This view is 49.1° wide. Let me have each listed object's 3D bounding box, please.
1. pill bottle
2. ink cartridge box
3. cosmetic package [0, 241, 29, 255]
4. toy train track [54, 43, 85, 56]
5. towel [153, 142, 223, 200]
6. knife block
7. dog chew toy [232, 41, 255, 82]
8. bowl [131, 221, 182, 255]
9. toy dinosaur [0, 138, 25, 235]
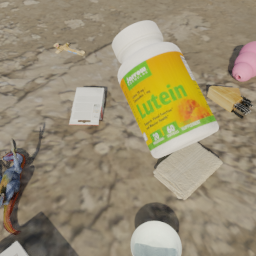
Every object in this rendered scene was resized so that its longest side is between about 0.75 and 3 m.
[{"bbox_3d":[0.696,-0.872,6.192,1.537,1.537,2.768,-21,79,-18],"label":"pill bottle"},{"bbox_3d":[-1.306,-0.617,9.150,0.953,0.440,1.749,1,48,1],"label":"ink cartridge box"},{"bbox_3d":[-2.063,3.804,4.810,2.157,0.739,2.861,-36,56,-27],"label":"cosmetic package"},{"bbox_3d":[-2.501,-3.391,11.863,1.534,0.250,0.880,22,51,18],"label":"toy train track"},{"bbox_3d":[1.638,1.090,7.660,1.753,0.302,1.162,-33,57,-27],"label":"towel"},{"bbox_3d":[3.395,-0.836,9.338,1.369,0.438,1.202,6,46,4],"label":"knife block"},{"bbox_3d":[4.515,-2.407,10.413,1.142,1.142,1.833,30,60,25],"label":"dog chew toy"},{"bbox_3d":[0.592,2.628,6.083,1.082,0.486,1.082,0,46,0],"label":"bowl"},{"bbox_3d":[-3.137,1.380,7.252,1.091,2.077,1.885,-13,12,12],"label":"toy dinosaur"}]
